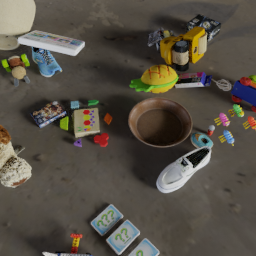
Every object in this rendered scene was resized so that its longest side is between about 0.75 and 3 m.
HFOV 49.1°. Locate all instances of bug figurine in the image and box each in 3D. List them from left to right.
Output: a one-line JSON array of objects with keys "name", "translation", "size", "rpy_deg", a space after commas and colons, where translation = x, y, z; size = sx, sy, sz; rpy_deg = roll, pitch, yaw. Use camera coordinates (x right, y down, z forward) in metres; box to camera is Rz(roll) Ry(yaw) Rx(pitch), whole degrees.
[{"name": "bug figurine", "translation": [3.415, -0.146, 8.837], "size": [1.397, 0.359, 1.084], "rpy_deg": [-29, 77, -10]}]

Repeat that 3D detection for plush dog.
[{"name": "plush dog", "translation": [-4.704, 0.552, 8.848], "size": [2.938, 2.523, 2.357], "rpy_deg": [-7, 53, -5]}]

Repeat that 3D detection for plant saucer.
[{"name": "plant saucer", "translation": [1.215, -0.164, 10.728], "size": [2.410, 0.441, 2.410], "rpy_deg": [0, 52, 0]}]

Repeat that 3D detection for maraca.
[{"name": "maraca", "translation": [1.097, -1.975, 11.657], "size": [2.103, 1.125, 1.442], "rpy_deg": [-22, 34, -21]}]

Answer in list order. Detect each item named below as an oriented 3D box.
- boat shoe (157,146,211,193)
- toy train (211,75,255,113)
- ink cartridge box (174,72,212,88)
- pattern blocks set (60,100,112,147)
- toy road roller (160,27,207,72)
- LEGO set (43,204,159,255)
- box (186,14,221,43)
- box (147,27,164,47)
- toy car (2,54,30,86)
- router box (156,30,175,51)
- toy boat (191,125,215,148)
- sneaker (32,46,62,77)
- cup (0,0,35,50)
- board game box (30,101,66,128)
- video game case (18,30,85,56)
[{"name": "boat shoe", "translation": [1.876, 1.267, 9.418], "size": [2.262, 0.755, 0.832], "rpy_deg": [-34, 60, -23]}, {"name": "toy train", "translation": [4.909, -1.816, 11.694], "size": [2.542, 1.076, 1.471], "rpy_deg": [35, 50, 24]}, {"name": "ink cartridge box", "translation": [2.790, -2.055, 11.976], "size": [1.482, 0.275, 0.702], "rpy_deg": [2, 49, 28]}, {"name": "pattern blocks set", "translation": [-1.623, -0.218, 10.922], "size": [2.000, 0.184, 2.276], "rpy_deg": [1, 52, 1]}, {"name": "toy road roller", "translation": [2.481, -3.760, 12.980], "size": [1.584, 1.334, 2.170], "rpy_deg": [31, 58, 35]}, {"name": "LEGO set", "translation": [-0.850, 3.611, 7.703], "size": [2.854, 0.701, 2.132], "rpy_deg": [-37, 57, -25]}, {"name": "box", "translation": [3.890, -5.169, 14.474], "size": [1.378, 0.594, 1.129], "rpy_deg": [36, 61, 24]}, {"name": "box", "translation": [1.354, -4.474, 13.781], "size": [0.863, 0.215, 0.680], "rpy_deg": [-18, 54, 41]}, {"name": "toy car", "translation": [-4.831, -2.477, 12.431], "size": [1.023, 0.983, 1.246], "rpy_deg": [-20, 84, -10]}, {"name": "router box", "translation": [1.880, -4.408, 14.056], "size": [0.970, 0.322, 1.233], "rpy_deg": [-5, 53, -4]}, {"name": "toy boat", "translation": [2.822, 0.320, 10.324], "size": [0.872, 0.482, 1.037], "rpy_deg": [36, 61, 25]}, {"name": "sneaker", "translation": [-3.800, -3.125, 12.647], "size": [0.866, 0.994, 2.211], "rpy_deg": [-33, 59, -23]}, {"name": "cup", "translation": [-5.899, -4.984, 13.237], "size": [2.944, 2.944, 2.106], "rpy_deg": [-5, 77, -3]}, {"name": "board game box", "translation": [-3.171, -0.562, 11.177], "size": [1.168, 0.202, 0.791], "rpy_deg": [-32, 59, -22]}, {"name": "video game case", "translation": [-3.404, -3.943, 12.889], "size": [2.486, 0.294, 2.263], "rpy_deg": [12, 26, -4]}]
